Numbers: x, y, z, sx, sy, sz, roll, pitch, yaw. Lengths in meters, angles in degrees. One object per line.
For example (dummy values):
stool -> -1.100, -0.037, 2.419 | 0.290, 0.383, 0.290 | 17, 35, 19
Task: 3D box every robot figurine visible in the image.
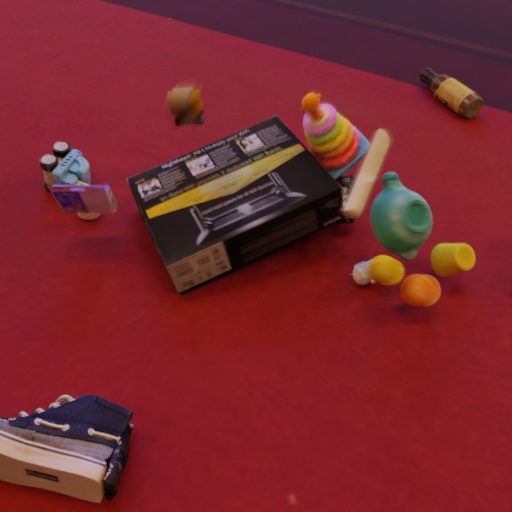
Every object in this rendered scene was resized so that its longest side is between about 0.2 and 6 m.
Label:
robot figurine -> 2.172, 0.324, 10.880 | 0.710, 0.401, 0.603 | -21, 39, -21

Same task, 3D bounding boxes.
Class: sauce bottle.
sauce bottle -> 5.387, -4.613, 15.640 | 0.690, 0.690, 2.131 | -17, 47, -16

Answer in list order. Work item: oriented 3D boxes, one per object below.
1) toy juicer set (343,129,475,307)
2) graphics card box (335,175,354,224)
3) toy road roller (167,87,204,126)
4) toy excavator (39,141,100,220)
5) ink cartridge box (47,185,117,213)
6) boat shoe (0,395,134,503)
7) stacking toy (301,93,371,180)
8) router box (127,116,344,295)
toy juicer set -> 2.483, -0.452, 10.291 | 2.029, 0.868, 3.189 | -44, 101, -23
graphics card box -> 1.207, -1.212, 12.201 | 1.854, 0.472, 1.163 | 1, 45, 11
toy road roller -> -1.417, -3.161, 11.406 | 0.610, 0.993, 0.725 | -4, 64, 2
toy excavator -> -4.068, -1.672, 12.684 | 1.691, 0.845, 1.644 | 18, 48, 5
ink cartridge box -> -3.384, -1.180, 10.981 | 1.080, 1.090, 0.237 | 0, 68, -1
boat shoe -> -3.138, 2.614, 8.275 | 2.757, 1.029, 1.279 | 16, 41, 4
stacking toy -> 1.391, -2.654, 11.561 | 1.219, 2.100, 1.153 | -40, 56, 7
router box -> -0.497, -1.176, 11.533 | 3.671, 0.959, 2.887 | -24, 49, -8
